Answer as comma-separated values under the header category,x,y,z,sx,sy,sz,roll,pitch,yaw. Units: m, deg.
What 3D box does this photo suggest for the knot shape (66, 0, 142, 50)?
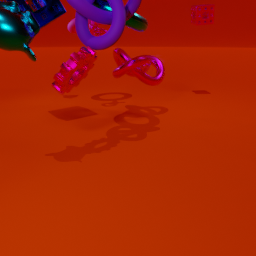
category,x,y,z,sx,sy,sz,roll,pitch,yaw
knot shape,-0.569,-2.487,5.865,1.792,1.677,0.828,4,8,-13

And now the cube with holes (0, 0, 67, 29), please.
category,x,y,z,sx,sy,sz,roll,pitch,yaw
cube with holes,-2.777,-3.434,7.923,1.258,1.258,1.258,-41,25,-19

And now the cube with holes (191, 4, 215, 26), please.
category,x,y,z,sx,sy,sz,roll,pitch,yaw
cube with holes,3.148,-4.802,11.863,0.756,0.756,0.756,-7,25,-4

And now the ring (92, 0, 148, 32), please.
category,x,y,z,sx,sy,sz,roll,pitch,yaw
ring,-0.334,-2.979,7.214,1.850,0.370,1.850,22,19,-8

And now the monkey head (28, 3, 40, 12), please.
category,x,y,z,sx,sy,sz,roll,pitch,yaw
monkey head,-3.469,-4.528,10.762,1.073,0.646,0.772,44,5,32

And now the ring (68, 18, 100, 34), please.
category,x,y,z,sx,sy,sz,roll,pitch,yaw
ring,-1.416,-4.256,11.005,2.022,0.404,2.022,-22,14,6

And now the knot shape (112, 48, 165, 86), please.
category,x,y,z,sx,sy,sz,roll,pitch,yaw
knot shape,0.395,-2.080,9.642,1.877,0.927,2.006,10,20,-13

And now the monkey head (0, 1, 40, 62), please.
category,x,y,z,sx,sy,sz,roll,pitch,yaw
monkey head,-1.994,-1.612,4.772,1.281,0.772,0.922,32,-24,-7

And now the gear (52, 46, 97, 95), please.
category,x,y,z,sx,sy,sz,roll,pitch,yaw
gear,-1.109,-1.197,5.885,0.211,1.142,1.142,42,25,2

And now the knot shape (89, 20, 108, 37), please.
category,x,y,z,sx,sy,sz,roll,pitch,yaw
knot shape,-1.166,-3.388,10.042,1.117,1.045,0.516,-19,13,-40
